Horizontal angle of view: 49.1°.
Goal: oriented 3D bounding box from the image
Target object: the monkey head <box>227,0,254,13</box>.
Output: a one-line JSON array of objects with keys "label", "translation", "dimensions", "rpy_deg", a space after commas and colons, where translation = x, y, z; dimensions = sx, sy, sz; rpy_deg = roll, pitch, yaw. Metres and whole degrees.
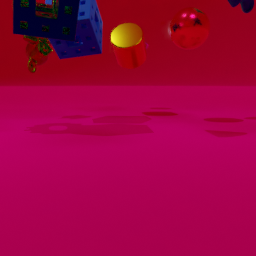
[{"label": "monkey head", "translation": [2.394, -3.231, 6.120], "dimensions": [1.920, 1.381, 1.157], "rpy_deg": [45, -3, -26]}]

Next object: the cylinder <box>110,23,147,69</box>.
[{"label": "cylinder", "translation": [0.043, -2.870, 9.855], "dimensions": [1.143, 1.143, 1.143], "rpy_deg": [2, -24, 11]}]

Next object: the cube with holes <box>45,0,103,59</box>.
[{"label": "cube with holes", "translation": [-1.532, -2.996, 8.076], "dimensions": [1.306, 1.306, 1.306], "rpy_deg": [-6, -28, 7]}]

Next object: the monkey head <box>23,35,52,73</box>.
[{"label": "monkey head", "translation": [-2.947, -2.524, 8.793], "dimensions": [0.895, 1.485, 1.068], "rpy_deg": [-24, -33, 34]}]

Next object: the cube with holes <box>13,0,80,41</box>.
[{"label": "cube with holes", "translation": [-1.819, -2.811, 6.127], "dimensions": [1.278, 1.278, 1.278], "rpy_deg": [1, 35, -22]}]

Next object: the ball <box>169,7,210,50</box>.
[{"label": "ball", "translation": [1.745, -2.819, 7.960], "dimensions": [1.144, 1.144, 1.144], "rpy_deg": [0, 9, 0]}]

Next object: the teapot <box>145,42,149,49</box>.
[{"label": "teapot", "translation": [0.182, -3.545, 11.809], "dimensions": [1.507, 0.738, 0.937], "rpy_deg": [18, 19, 23]}]
